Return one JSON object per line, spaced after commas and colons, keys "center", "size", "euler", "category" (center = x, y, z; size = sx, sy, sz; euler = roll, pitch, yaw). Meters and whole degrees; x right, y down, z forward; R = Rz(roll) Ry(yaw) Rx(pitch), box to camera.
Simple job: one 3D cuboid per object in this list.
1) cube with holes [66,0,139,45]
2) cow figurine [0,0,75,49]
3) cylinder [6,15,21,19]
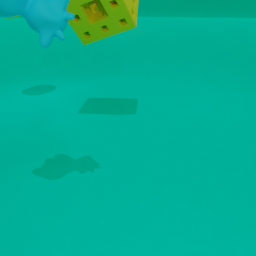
{"center": [-0.632, -2.873, 6.023], "size": [1.298, 1.298, 1.298], "euler": [-12, 52, 22], "category": "cube with holes"}
{"center": [-1.195, -1.322, 2.819], "size": [1.138, 0.635, 1.157], "euler": [31, 14, 11], "category": "cow figurine"}
{"center": [-3.333, -3.708, 7.542], "size": [1.042, 1.042, 1.042], "euler": [5, -20, 12], "category": "cylinder"}
